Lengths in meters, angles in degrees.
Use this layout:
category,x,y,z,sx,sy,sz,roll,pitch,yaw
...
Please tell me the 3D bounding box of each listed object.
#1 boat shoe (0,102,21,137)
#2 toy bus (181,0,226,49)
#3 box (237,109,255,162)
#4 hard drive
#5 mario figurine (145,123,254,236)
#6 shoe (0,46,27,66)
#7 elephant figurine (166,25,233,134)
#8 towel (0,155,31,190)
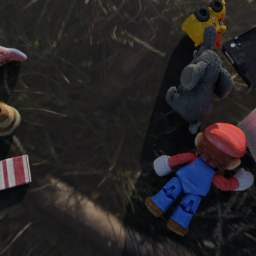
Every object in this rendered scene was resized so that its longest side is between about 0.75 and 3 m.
category,x,y,z,sx,sy,sz,roll,pitch,yaw
boat shoe,-4.220,-0.478,7.121,2.800,1.034,1.059,5,71,2
toy bus,2.395,-2.909,8.114,1.255,0.852,1.205,-31,87,-13
box,3.923,0.633,6.427,1.280,1.633,2.625,-19,72,-6
hard drive,3.696,-2.033,7.132,2.093,0.396,1.462,-28,64,5
mario figurine,1.757,1.123,6.759,1.753,1.506,2.841,43,86,-22
shoe,-3.466,-1.992,7.994,1.118,0.399,0.509,17,74,11
elephant figurine,1.779,-1.193,6.721,1.385,1.957,1.518,-26,60,-39
towel,-3.013,1.148,7.069,1.047,0.119,0.754,-14,70,-6
